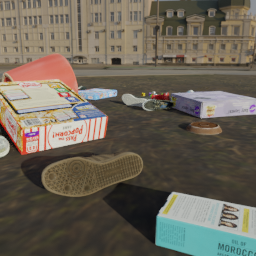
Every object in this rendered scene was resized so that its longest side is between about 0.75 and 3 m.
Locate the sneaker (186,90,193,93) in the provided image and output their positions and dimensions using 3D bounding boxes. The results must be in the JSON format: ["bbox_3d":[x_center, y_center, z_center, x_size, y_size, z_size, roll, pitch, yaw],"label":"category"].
[{"bbox_3d":[2.584,-1.453,13.106,0.991,0.604,1.518,1,14,-2],"label":"sneaker"}]

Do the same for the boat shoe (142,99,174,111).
[{"bbox_3d":[1.215,-0.955,11.303,1.334,0.458,0.378,-4,-2,-21],"label":"boat shoe"}]

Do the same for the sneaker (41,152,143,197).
[{"bbox_3d":[-0.620,0.769,4.798,1.762,0.621,0.666,-3,-3,-29],"label":"sneaker"}]

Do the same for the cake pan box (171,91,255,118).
[{"bbox_3d":[3.397,-1.012,11.244,2.643,0.691,2.434,-5,18,-20],"label":"cake pan box"}]

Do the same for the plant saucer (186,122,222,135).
[{"bbox_3d":[2.270,-0.021,8.375,1.049,0.181,1.049,-1,15,0],"label":"plant saucer"}]

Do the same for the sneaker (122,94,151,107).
[{"bbox_3d":[0.432,-1.240,12.570,1.421,0.502,0.705,16,19,32],"label":"sneaker"}]

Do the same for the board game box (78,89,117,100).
[{"bbox_3d":[-1.768,-1.839,15.041,1.519,0.368,2.009,9,17,30],"label":"board game box"}]

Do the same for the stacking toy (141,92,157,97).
[{"bbox_3d":[1.330,-1.722,14.932,0.807,0.251,1.070,-11,20,-32],"label":"stacking toy"}]

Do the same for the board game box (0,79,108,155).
[{"bbox_3d":[-2.314,-0.518,7.736,2.257,0.690,2.980,-10,33,-36],"label":"board game box"}]

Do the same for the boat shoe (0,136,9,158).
[{"bbox_3d":[-3.003,0.402,6.003,0.594,0.516,1.611,0,13,-1],"label":"boat shoe"}]

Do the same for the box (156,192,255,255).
[{"bbox_3d":[1.192,1.188,3.180,1.636,0.402,0.673,6,16,24],"label":"box"}]

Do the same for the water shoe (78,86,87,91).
[{"bbox_3d":[-2.907,-1.919,15.393,0.607,0.550,1.538,-22,-1,36],"label":"water shoe"}]

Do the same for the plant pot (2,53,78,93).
[{"bbox_3d":[-3.263,-1.435,10.214,2.028,2.293,2.293,-23,25,-35],"label":"plant pot"}]

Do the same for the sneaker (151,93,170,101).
[{"bbox_3d":[1.502,-1.333,13.054,0.808,0.548,1.398,-7,1,6],"label":"sneaker"}]

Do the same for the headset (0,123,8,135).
[{"bbox_3d":[-3.309,-0.162,8.408,1.116,0.849,1.807,-1,29,-23],"label":"headset"}]
